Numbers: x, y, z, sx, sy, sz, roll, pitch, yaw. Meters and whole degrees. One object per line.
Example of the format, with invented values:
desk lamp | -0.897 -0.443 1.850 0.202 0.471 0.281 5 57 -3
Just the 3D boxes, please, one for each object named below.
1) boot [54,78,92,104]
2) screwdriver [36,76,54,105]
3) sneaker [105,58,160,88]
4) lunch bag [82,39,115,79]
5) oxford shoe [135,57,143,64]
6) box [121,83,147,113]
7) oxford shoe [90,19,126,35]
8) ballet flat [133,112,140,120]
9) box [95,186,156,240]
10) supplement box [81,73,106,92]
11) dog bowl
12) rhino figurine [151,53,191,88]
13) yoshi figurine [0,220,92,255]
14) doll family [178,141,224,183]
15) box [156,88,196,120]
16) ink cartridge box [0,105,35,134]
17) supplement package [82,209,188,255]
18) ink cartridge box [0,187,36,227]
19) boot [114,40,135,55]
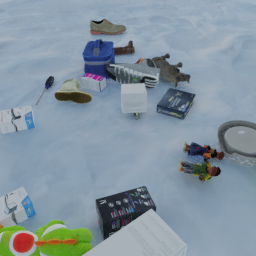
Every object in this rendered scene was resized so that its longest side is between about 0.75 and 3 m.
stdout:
boot | -2.467 -1.827 13.515 1.798 0.648 1.391 5 39 9
screwdriver | -4.085 -1.794 13.764 0.366 0.382 2.627 2 43 3
sneaker | 0.341 -3.060 14.539 2.819 1.058 1.628 18 55 6
lunch bag | -1.535 -3.903 15.297 1.596 1.554 2.349 2 40 2
oxford shoe | 0.436 -3.416 15.476 0.642 0.628 1.761 6 40 15
box | 0.244 -1.310 12.207 1.086 0.935 1.091 -2 34 -2
oxford shoe | -1.404 -7.168 19.728 2.591 0.969 0.913 -4 40 -5
ballet flat | 0.363 -0.704 12.420 0.305 0.305 0.847 -6 40 -8
box | -0.075 2.437 8.065 1.568 0.958 0.831 -12 40 -15
supplement box | -1.744 -2.306 14.138 1.140 0.589 0.577 15 43 20
dog bowl | 4.398 0.580 10.596 2.124 0.623 2.124 0 39 0
rhino figurine | 2.211 -2.985 14.736 1.278 0.874 2.924 -25 48 -20
yoshi figurine | -2.225 3.138 7.198 2.942 1.654 1.648 -7 5 9
doll family | 2.607 1.108 9.727 1.441 0.978 2.493 7 37 16
box | 2.215 -1.151 12.844 1.326 0.429 1.681 18 43 22
ink cartridge box | -4.676 -0.363 11.783 1.337 0.563 0.966 -13 41 -15
supplement package | 0.101 3.314 6.698 2.282 1.338 1.334 -25 46 -27
ink cartridge box | -3.522 2.453 8.412 1.193 0.512 0.874 -24 45 -29
boot | -0.439 -5.036 17.580 1.569 0.504 1.462 -8 38 -3
